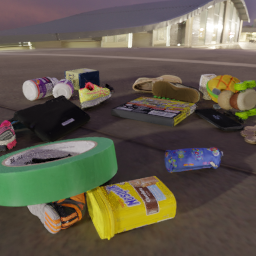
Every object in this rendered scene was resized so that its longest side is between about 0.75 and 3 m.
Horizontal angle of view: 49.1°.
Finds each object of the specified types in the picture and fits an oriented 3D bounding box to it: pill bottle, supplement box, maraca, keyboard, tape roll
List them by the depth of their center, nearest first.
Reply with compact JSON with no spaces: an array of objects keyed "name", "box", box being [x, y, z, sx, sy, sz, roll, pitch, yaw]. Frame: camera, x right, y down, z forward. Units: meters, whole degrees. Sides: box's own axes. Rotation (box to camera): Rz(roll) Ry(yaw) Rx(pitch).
[{"name":"tape roll","box":[-1.728,0.878,6.571,2.927,0.704,2.927,-8,8,1]},{"name":"keyboard","box":[3.921,-0.377,11.605,1.579,0.256,2.485,-5,22,-12]},{"name":"maraca","box":[5.151,-1.866,13.986,2.598,1.390,1.781,5,49,-9]},{"name":"pill bottle","box":[-3.446,-2.092,15.154,0.957,0.957,1.703,-1,20,-3]},{"name":"pill bottle","box":[-4.682,-2.222,15.372,1.055,1.055,1.893,12,24,29]},{"name":"supplement box","box":[-2.886,-3.098,17.687,1.575,1.058,1.576,18,27,40]}]

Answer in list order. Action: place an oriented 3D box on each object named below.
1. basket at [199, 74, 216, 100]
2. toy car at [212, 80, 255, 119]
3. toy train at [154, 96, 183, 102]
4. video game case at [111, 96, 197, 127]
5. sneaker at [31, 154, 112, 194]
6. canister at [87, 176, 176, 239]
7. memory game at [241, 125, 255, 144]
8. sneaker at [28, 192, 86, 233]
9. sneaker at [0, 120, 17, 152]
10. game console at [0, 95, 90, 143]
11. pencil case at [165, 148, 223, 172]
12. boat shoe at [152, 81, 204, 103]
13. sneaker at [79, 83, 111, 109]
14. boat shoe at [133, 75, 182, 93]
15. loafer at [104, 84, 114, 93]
[{"name":"basket","box":[4.408,-2.186,15.077,0.849,1.252,0.772,-8,28,-20]},{"name":"toy car","box":[4.594,-1.273,12.459,1.441,1.500,1.827,-16,15,-38]},{"name":"toy train","box":[1.993,-1.332,14.041,1.685,0.351,0.475,17,16,38]},{"name":"video game case","box":[1.210,-0.826,12.598,2.980,0.380,2.693,11,24,30]},{"name":"sneaker","box":[-1.290,1.065,6.668,1.859,0.969,0.558,-5,22,-13]},{"name":"canister","box":[0.055,1.562,5.795,1.567,0.678,1.164,-7,22,-22]},{"name":"memory game","box":[5.245,0.348,9.761,2.509,0.160,2.509,0,21,0]},{"name":"sneaker","box":[-1.561,1.517,6.090,0.994,0.689,1.775,-13,34,-40]},{"name":"sneaker","box":[-4.881,0.233,9.018,2.395,0.894,0.966,-4,21,-10]},{"name":"game console","box":[-3.306,-0.163,10.981,2.450,1.621,2.786,36,30,8]},{"name":"pencil case","box":[1.797,0.880,7.709,1.542,0.602,0.670,-3,33,-8]},{"name":"boat shoe","box":[2.534,-1.791,14.477,0.940,1.062,2.900,-5,23,-44]},{"name":"sneaker","box":[-1.610,-1.757,13.765,0.955,1.103,2.443,-15,13,23]},{"name":"boat shoe","box":[1.670,-2.421,16.182,2.809,1.001,0.906,-1,25,23]},{"name":"loafer","box":[-1.145,-2.374,16.746,0.421,0.369,1.171,-9,22,-24]}]
